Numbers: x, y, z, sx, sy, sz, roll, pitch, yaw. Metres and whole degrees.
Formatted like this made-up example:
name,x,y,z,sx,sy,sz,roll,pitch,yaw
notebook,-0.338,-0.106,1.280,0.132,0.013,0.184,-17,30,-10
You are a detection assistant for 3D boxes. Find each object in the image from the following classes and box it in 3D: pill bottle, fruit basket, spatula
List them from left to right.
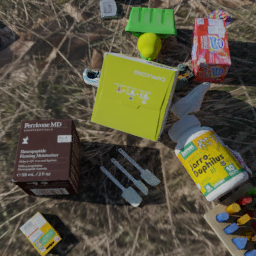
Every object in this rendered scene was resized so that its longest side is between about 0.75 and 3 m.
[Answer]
name,x,y,z,sx,sy,sz,roll,pitch,yaw
spatula,0.002,1.389,8.160,1.596,0.128,1.110,41,70,19
fruit basket,0.828,-3.345,10.194,1.975,1.425,1.975,1,106,4
pill bottle,2.127,0.773,7.824,1.272,1.272,2.255,-26,66,-13

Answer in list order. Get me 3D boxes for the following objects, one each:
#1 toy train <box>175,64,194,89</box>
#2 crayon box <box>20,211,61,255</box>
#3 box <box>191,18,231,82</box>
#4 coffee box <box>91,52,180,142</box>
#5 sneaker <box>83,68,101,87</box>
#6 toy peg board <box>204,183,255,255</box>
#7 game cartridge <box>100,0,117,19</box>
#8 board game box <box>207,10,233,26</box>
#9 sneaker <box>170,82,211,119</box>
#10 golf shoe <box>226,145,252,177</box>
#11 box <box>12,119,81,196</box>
name,x,y,z,sx,sy,sz,roll,pitch,yaw
toy train,1.675,-1.696,9.586,1.212,0.516,0.691,-30,76,-15
crayon box,-2.266,2.785,7.351,0.988,0.255,0.621,41,70,20
box,2.838,-2.737,9.814,1.048,1.004,2.103,3,62,1
coffee box,0.287,-0.967,7.968,1.909,1.891,1.912,17,106,9
sneaker,-0.808,-1.594,9.472,1.529,0.554,0.550,18,65,6
toy peg board,3.206,2.444,7.209,1.682,0.826,1.689,-30,66,-15
game cartridge,-0.780,-4.836,11.389,0.661,0.203,0.992,-7,63,1
board game box,3.679,-4.426,11.156,0.835,0.206,1.057,39,68,18
sneaker,2.134,-0.869,9.154,1.702,0.599,0.682,-38,85,-16
golf shoe,3.206,0.948,8.225,0.521,0.411,1.131,-39,69,-18
box,-2.135,0.839,7.711,1.437,1.422,1.732,-2,62,-1
